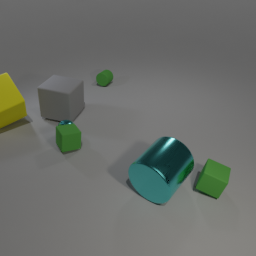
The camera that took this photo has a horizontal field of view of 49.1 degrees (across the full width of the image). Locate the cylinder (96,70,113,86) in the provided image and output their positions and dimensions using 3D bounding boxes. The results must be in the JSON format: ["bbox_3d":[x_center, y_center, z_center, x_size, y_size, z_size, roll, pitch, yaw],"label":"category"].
[{"bbox_3d":[-1.216,-2.630,14.663,0.700,0.700,0.700,11,30,17],"label":"cylinder"}]

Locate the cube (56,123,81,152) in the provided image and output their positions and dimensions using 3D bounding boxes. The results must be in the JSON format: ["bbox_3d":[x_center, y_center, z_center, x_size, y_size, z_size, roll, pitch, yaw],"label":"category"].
[{"bbox_3d":[-2.108,0.336,9.892,0.700,0.700,0.700,-10,32,-30],"label":"cube"}]

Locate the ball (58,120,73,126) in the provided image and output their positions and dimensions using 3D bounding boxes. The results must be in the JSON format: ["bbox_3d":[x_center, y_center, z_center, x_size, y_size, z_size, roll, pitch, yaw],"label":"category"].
[{"bbox_3d":[-2.322,0.034,10.566,0.700,0.700,0.700,0,33,0],"label":"ball"}]

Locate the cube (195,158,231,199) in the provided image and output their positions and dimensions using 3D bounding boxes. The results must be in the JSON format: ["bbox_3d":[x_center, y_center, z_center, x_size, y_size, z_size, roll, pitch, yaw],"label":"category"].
[{"bbox_3d":[2.462,1.452,8.091,0.700,0.700,0.700,24,38,12],"label":"cube"}]

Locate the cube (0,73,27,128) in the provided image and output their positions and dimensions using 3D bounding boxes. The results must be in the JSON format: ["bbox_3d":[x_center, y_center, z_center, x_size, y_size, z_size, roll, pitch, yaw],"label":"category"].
[{"bbox_3d":[-4.939,-1.000,10.865,1.400,1.400,1.400,-31,79,-25],"label":"cube"}]

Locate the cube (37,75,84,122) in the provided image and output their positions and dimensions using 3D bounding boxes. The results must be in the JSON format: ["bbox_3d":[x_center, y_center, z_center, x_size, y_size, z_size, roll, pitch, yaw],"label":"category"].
[{"bbox_3d":[-2.758,-1.240,11.751,1.400,1.400,1.400,12,35,11],"label":"cube"}]

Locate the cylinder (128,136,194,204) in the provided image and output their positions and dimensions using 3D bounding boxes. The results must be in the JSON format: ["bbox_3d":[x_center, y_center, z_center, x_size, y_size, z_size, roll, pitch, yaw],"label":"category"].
[{"bbox_3d":[0.959,1.176,8.020,1.400,1.400,1.400,22,44,31],"label":"cylinder"}]
